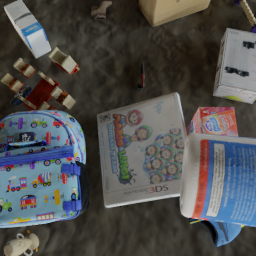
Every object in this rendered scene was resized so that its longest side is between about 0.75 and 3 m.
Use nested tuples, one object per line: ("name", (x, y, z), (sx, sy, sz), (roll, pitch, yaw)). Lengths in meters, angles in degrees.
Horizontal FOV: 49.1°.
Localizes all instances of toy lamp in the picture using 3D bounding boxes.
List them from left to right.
("toy lamp", (4.244, -4.226, 10.010), (0.535, 0.535, 1.839), (-14, 69, -5))

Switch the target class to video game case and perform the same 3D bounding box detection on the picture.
("video game case", (0.405, 0.592, 7.772), (2.537, 0.330, 2.787), (-14, 67, 18))

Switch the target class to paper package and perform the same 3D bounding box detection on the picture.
("paper package", (1.712, -4.972, 9.208), (2.452, 2.572, 1.331), (-22, 71, -9))

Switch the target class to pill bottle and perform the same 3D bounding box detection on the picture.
("pill bottle", (2.404, 0.974, 4.990), (2.801, 1.572, 1.572), (6, 69, 9))

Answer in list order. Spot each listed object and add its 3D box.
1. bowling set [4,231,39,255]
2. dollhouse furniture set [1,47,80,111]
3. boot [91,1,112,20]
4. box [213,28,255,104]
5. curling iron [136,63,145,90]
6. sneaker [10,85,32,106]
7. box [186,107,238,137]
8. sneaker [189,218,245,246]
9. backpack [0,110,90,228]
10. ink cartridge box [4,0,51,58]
("bowling set", (-2.401, 3.888, 6.654), (1.706, 1.316, 2.452), (-38, 74, 6))
("dollhouse furniture set", (-2.469, -1.406, 8.823), (2.063, 1.063, 2.040), (36, 84, 13))
("boot", (-0.926, -4.241, 10.164), (0.864, 0.303, 0.632), (-16, 76, -5))
("box", (3.592, -2.024, 9.063), (1.317, 0.679, 2.259), (12, 69, 5))
("curling iron", (0.435, -1.703, 9.232), (0.267, 0.137, 1.076), (7, 69, 3))
("sneaker", (-3.424, -1.027, 8.926), (0.315, 0.309, 0.817), (30, 71, 36))
("box", (2.170, 0.172, 7.605), (0.926, 1.805, 0.854), (0, 69, 0))
("sneaker", (1.806, 1.765, 7.453), (1.098, 0.923, 2.800), (-33, 73, -14))
("backpack", (-2.318, 0.831, 7.019), (2.647, 1.950, 2.899), (-2, 79, -3))
("ink cartridge box", (-3.317, -3.291, 9.321), (0.644, 1.114, 1.527), (-33, 73, -12))
